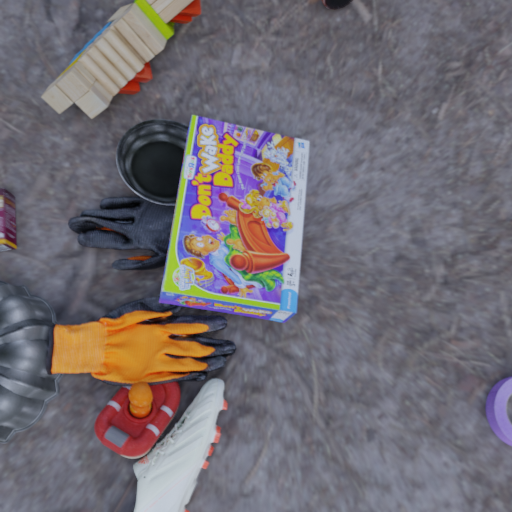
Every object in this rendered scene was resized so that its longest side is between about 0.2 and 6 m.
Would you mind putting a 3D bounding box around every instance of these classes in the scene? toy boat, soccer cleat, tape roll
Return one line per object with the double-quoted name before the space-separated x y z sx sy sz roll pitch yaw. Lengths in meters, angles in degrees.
"toy boat" -1.634 2.097 7.940 0.884 0.886 1.355 27 43 10
"soccer cleat" -1.168 2.867 7.895 0.976 0.872 2.517 22 78 1
"tape roll" 4.004 2.321 8.327 1.053 0.346 1.053 0 73 0

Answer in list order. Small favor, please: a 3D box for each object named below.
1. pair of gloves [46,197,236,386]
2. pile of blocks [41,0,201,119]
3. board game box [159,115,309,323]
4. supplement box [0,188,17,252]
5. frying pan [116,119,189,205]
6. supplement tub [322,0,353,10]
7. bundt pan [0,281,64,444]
"pair of gloves" -1.661 0.443 8.645 2.794 0.388 3.136 2 64 -1
"pile of blocks" -2.178 -3.666 9.894 3.476 1.427 1.080 -46 121 -3
"board game box" -0.285 -0.583 8.691 1.965 0.654 2.922 10 69 -10
"supplement box" -4.260 -0.564 9.132 0.529 0.411 0.959 -9 74 2
"frying pan" -0.989 -1.487 9.396 2.670 0.435 1.615 4 67 -18
"supplement tub" 1.362 -5.307 10.384 0.706 0.706 1.321 -16 71 -5
"bundt pan" -4.209 1.516 8.245 2.601 0.976 2.601 0 74 0
